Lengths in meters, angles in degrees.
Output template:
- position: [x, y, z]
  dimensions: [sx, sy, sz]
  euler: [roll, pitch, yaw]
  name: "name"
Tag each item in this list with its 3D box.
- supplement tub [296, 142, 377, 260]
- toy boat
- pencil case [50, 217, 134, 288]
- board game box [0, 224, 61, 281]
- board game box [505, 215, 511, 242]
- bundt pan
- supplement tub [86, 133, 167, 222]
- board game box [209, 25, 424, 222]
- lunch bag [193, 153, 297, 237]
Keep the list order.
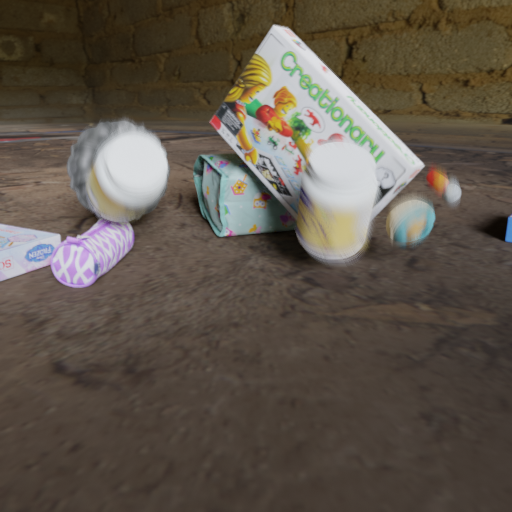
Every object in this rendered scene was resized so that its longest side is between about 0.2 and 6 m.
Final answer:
- position: [1.237, -0.839, 8.700]
  dimensions: [1.141, 1.570, 1.141]
  euler: [1, 46, -1]
  name: "supplement tub"
- position: [2.649, -0.697, 8.891]
  dimensions: [1.080, 1.284, 0.597]
  euler: [-1, 43, -48]
  name: "toy boat"
- position: [-2.758, -0.149, 9.587]
  dimensions: [0.851, 0.867, 2.028]
  euler: [1, 16, 5]
  name: "pencil case"
- position: [-5.258, -0.004, 9.637]
  dimensions: [2.613, 0.538, 2.607]
  euler: [10, 20, 29]
  name: "board game box"
- position: [6.646, -0.558, 11.386]
  dimensions: [2.530, 0.569, 1.924]
  euler: [12, 21, 33]
  name: "board game box"
- position: [-2.719, -1.801, 11.461]
  dimensions: [2.141, 2.141, 0.803]
  euler: [-9, 0, -26]
  name: "bundt pan"
- position: [-2.055, -1.222, 8.870]
  dimensions: [1.079, 1.079, 1.494]
  euler: [-9, -9, -27]
  name: "supplement tub"
- position: [0.966, -2.093, 10.308]
  dimensions: [3.630, 2.291, 0.628]
  euler: [49, 34, 13]
  name: "board game box"
- position: [-0.093, -1.561, 12.820]
  dimensions: [2.348, 1.681, 2.756]
  euler: [-7, 24, -17]
  name: "lunch bag"
